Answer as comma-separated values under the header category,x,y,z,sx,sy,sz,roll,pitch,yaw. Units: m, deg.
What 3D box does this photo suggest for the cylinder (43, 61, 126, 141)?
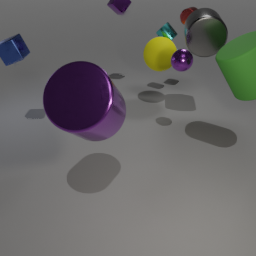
category,x,y,z,sx,sy,sz,roll,pitch,yaw
cylinder,-0.839,-0.491,5.897,1.400,1.400,1.400,6,-9,11

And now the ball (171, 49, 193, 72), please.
category,x,y,z,sx,sy,sz,roll,pitch,yaw
ball,1.697,-2.128,8.813,0.700,0.700,0.700,0,29,0

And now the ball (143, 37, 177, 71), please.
category,x,y,z,sx,sy,sz,roll,pitch,yaw
ball,1.341,-3.080,11.713,1.400,1.400,1.400,0,29,0

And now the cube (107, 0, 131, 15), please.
category,x,y,z,sx,sy,sz,roll,pitch,yaw
cube,-0.405,-5.677,12.767,0.700,0.700,0.700,32,5,-31

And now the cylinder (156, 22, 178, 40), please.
category,x,y,z,sx,sy,sz,roll,pitch,yaw
cylinder,1.727,-4.207,12.472,0.700,0.700,0.700,-41,9,8

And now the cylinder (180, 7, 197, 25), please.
category,x,y,z,sx,sy,sz,roll,pitch,yaw
cylinder,2.732,-4.927,12.339,0.700,0.700,0.700,15,34,25

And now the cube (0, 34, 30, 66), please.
category,x,y,z,sx,sy,sz,roll,pitch,yaw
cube,-3.807,-2.586,9.252,0.700,0.700,0.700,-16,31,14

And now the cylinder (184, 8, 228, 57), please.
category,x,y,z,sx,sy,sz,roll,pitch,yaw
cylinder,2.740,-3.434,10.036,1.400,1.400,1.400,3,34,6

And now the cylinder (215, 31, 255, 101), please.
category,x,y,z,sx,sy,sz,roll,pitch,yaw
cylinder,3.391,-1.722,7.839,1.400,1.400,1.400,-30,24,15
